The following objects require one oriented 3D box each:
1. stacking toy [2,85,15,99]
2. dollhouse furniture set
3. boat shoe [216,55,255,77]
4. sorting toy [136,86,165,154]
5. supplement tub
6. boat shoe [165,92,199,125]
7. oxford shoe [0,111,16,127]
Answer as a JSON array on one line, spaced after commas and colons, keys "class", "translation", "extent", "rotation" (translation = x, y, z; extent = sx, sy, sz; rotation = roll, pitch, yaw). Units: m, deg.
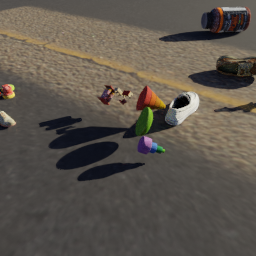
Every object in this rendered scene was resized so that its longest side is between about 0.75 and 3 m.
[{"class": "stacking toy", "translation": [-4.228, -1.319, 9.218], "extent": [0.947, 0.400, 0.857], "rotation": [-5, 37, -8]}, {"class": "dollhouse furniture set", "translation": [-0.374, -0.913, 7.932], "extent": [0.885, 0.360, 0.476], "rotation": [11, 66, 39]}, {"class": "boat shoe", "translation": [4.154, -2.154, 10.183], "extent": [1.926, 0.729, 0.711], "rotation": [9, 42, 26]}, {"class": "sorting toy", "translation": [0.665, -0.168, 7.194], "extent": [0.752, 0.757, 2.183], "rotation": [18, 44, -16]}, {"class": "supplement tub", "translation": [4.921, -5.486, 14.229], "extent": [2.253, 1.205, 1.205], "rotation": [-5, 37, -6]}, {"class": "boat shoe", "translation": [1.637, -0.744, 8.237], "extent": [0.639, 0.583, 1.775], "rotation": [28, 43, 26]}, {"class": "oxford shoe", "translation": [-3.513, -0.285, 7.878], "extent": [0.855, 0.316, 0.303], "rotation": [20, 41, 25]}]
